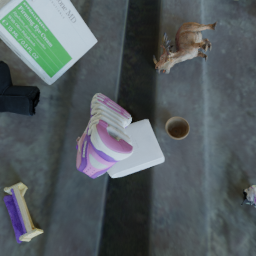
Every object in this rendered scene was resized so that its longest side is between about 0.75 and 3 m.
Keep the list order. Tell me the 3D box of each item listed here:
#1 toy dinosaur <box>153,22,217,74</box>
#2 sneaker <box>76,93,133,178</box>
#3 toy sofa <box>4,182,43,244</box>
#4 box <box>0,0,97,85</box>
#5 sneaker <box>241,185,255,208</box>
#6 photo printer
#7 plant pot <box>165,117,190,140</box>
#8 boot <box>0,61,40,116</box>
[{"bbox_3d":[2.194,-3.354,10.661,1.917,1.214,2.829,17,61,17],"label":"toy dinosaur"},{"bbox_3d":[-0.650,0.148,6.592,1.135,2.821,1.247,32,111,-15],"label":"sneaker"},{"bbox_3d":[-3.210,2.521,8.293,0.793,0.673,1.626,-24,68,-11],"label":"toy sofa"},{"bbox_3d":[-2.419,-2.718,7.475,1.830,2.125,2.136,-45,43,-7],"label":"box"},{"bbox_3d":[3.824,2.320,8.565,0.716,0.398,1.024,-14,58,-5],"label":"sneaker"},{"bbox_3d":[0.019,0.676,9.105,1.900,0.660,1.581,-17,67,-8],"label":"photo printer"},{"bbox_3d":[1.661,0.051,9.541,0.821,0.379,0.821,0,67,0],"label":"plant pot"},{"bbox_3d":[-3.955,-1.411,9.942,1.719,0.781,2.046,2,73,5],"label":"boot"}]
